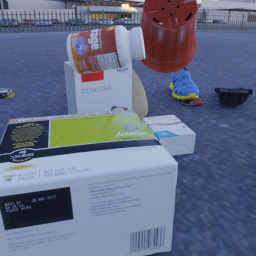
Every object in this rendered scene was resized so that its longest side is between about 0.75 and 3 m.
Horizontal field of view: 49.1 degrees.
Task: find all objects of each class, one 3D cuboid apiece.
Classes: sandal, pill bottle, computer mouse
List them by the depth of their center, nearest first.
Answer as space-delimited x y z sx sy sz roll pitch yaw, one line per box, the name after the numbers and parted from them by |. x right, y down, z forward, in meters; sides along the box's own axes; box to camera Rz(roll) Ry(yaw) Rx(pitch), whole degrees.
-0.318 -1.218 4.314 1.116 0.626 0.626 -8 23 7 | pill bottle
4.323 -1.284 11.439 1.645 0.626 2.375 6 12 18 | computer mouse
2.419 -1.990 12.293 1.050 1.150 2.641 -1 25 -8 | sandal

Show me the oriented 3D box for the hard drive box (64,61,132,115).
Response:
-0.836 -0.828 8.178 1.745 2.238 0.860 -12 26 -23 | hard drive box

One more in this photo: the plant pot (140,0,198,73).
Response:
1.262 -3.174 8.888 2.123 2.123 2.065 2 -16 5 | plant pot

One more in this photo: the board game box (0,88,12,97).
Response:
-5.830 -1.543 12.336 1.201 0.208 0.814 -5 24 -4 | board game box

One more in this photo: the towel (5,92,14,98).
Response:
-5.226 -1.454 12.371 0.325 0.068 0.755 -5 23 -13 | towel

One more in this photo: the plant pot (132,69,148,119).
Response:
-0.553 -1.443 10.252 2.591 1.739 2.591 0 23 0 | plant pot

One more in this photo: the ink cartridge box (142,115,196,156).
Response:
1.035 0.114 8.060 1.048 0.604 1.810 -6 24 -14 | ink cartridge box

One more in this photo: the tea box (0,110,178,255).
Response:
-0.803 0.882 4.898 2.516 1.681 2.475 -5 24 -12 | tea box

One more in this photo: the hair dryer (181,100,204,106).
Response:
2.601 -1.066 11.252 0.903 0.245 0.688 8 24 17 | hair dryer
